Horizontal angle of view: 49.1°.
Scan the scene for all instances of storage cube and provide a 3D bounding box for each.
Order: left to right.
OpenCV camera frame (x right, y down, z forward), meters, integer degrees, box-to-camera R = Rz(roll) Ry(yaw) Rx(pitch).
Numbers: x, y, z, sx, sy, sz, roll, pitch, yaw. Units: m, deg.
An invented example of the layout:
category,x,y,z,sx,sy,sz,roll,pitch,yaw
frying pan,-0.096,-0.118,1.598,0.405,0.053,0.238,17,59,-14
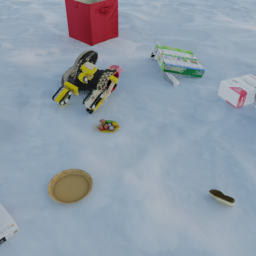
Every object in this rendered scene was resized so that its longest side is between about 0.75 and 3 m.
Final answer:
category,x,y,z,sx,sy,sz,roll,pitch,yaw
storage cube,-2.206,-6.860,17.463,2.761,2.482,2.360,31,47,32

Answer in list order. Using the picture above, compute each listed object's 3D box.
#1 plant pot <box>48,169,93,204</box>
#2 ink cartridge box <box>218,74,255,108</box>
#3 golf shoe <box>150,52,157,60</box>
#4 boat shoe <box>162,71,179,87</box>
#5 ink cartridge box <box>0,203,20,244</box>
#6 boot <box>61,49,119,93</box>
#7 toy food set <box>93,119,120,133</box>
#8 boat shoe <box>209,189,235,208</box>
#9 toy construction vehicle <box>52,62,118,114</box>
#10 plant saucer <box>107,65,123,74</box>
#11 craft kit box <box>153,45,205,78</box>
category,x,y,z,sx,sy,sz,roll,pitch,yaw
plant pot,-1.693,1.741,8.302,1.321,0.182,1.321,1,38,0
ink cartridge box,5.031,-1.644,12.186,1.719,0.725,1.244,-16,41,-19
golf shoe,1.783,-3.859,15.351,0.589,0.485,1.246,-45,55,-14
boat shoe,2.037,-2.360,13.437,0.381,0.419,1.140,-12,52,-26
ink cartridge box,-3.559,2.401,7.383,1.503,0.279,0.712,33,49,32
boot,-1.484,-2.593,13.105,2.238,1.088,2.972,13,43,18
toy food set,-0.823,-0.125,10.564,1.020,0.333,0.600,-1,38,-1
boat shoe,2.631,1.997,7.904,0.293,0.263,0.791,-26,30,-28
toy construction vehicle,-1.729,-1.540,11.691,1.949,0.788,2.239,28,75,25
plant saucer,-0.694,-3.030,14.391,0.844,0.214,0.844,-1,37,0
craft kit box,2.529,-3.407,14.171,2.142,0.520,2.116,6,43,-16
